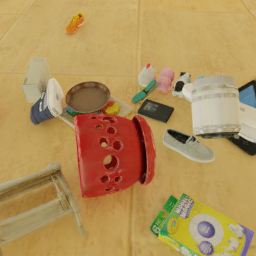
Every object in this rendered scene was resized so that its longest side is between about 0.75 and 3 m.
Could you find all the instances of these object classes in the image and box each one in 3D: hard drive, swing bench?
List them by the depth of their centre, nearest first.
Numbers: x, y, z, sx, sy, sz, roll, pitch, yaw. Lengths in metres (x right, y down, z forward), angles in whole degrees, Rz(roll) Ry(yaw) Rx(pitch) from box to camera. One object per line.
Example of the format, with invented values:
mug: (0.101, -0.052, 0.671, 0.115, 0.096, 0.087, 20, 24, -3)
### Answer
swing bench: (-2.743, 2.204, 7.780, 2.400, 1.565, 2.413, -22, 49, -19)
hard drive: (1.154, -0.714, 11.547, 1.287, 0.212, 0.898, 20, 49, 19)

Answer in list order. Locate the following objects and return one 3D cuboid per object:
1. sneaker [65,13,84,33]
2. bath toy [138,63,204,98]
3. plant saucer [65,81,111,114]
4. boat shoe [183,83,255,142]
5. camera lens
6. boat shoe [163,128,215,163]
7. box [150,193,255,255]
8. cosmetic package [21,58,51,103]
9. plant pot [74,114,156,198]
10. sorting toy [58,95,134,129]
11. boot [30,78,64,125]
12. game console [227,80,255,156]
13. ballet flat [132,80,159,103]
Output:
sneaker: (-3.209, -6.218, 16.550, 0.710, 0.750, 1.945, 12, 49, 10)
bath toy: (1.835, -2.167, 12.374, 2.820, 1.042, 1.226, 17, 35, 16)
plant saucer: (-1.612, -1.202, 11.390, 1.843, 0.317, 1.843, -1, 50, 1)
boat shoe: (2.831, -0.456, 8.475, 2.721, 0.932, 0.980, 25, 40, 10)
camera lens: (2.259, -0.488, 7.246, 1.191, 1.191, 1.489, -2, 84, -2)
boat shoe: (2.152, 0.582, 9.943, 1.972, 0.702, 0.688, 23, 50, 21)
box: (1.998, 2.879, 7.796, 2.513, 0.608, 1.474, 25, 50, 24)
cosmetic package: (-4.006, -2.128, 12.358, 0.717, 1.061, 2.017, -2, 44, 0)
plant pot: (-0.433, 0.740, 8.570, 2.271, 2.494, 2.494, -7, 46, -10)
sorting toy: (-1.358, -0.742, 11.411, 2.289, 0.451, 2.473, 33, 54, 28)
boot: (-3.394, -1.160, 11.544, 1.164, 0.937, 2.576, -25, 33, 6)
game console: (4.708, -0.439, 10.493, 2.316, 1.348, 2.037, -29, 52, -24)
ballet flat: (0.786, -1.485, 12.092, 1.391, 0.443, 0.469, -43, 49, 0)
